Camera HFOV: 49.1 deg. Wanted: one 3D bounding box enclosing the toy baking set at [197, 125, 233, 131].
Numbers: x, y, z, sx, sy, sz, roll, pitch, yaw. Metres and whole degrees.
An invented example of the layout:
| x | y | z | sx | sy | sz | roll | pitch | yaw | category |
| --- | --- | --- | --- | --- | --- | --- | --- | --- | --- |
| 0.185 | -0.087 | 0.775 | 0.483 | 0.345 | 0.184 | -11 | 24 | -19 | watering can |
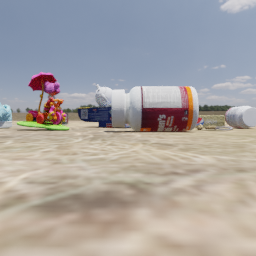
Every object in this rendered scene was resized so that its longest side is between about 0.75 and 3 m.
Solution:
| x | y | z | sx | sy | sz | roll | pitch | yaw | category |
| --- | --- | --- | --- | --- | --- | --- | --- | --- | --- |
| 2.752 | -0.014 | 8.937 | 1.117 | 0.169 | 1.455 | 1 | 2 | 23 | toy baking set |

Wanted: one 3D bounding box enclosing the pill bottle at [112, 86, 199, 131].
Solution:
| x | y | z | sx | sy | sz | roll | pitch | yaw | category |
| --- | --- | --- | --- | --- | --- | --- | --- | --- | --- |
| 0.711 | -0.545 | 7.956 | 2.323 | 1.273 | 1.273 | -1 | 2 | -1 | pill bottle |

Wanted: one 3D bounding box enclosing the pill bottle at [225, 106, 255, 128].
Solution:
| x | y | z | sx | sy | sz | roll | pitch | yaw | category |
| --- | --- | --- | --- | --- | --- | --- | --- | --- | --- |
| 4.379 | -0.406 | 10.694 | 0.843 | 0.843 | 1.486 | 0 | 2 | -2 | pill bottle |

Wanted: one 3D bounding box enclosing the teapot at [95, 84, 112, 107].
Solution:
| x | y | z | sx | sy | sz | roll | pitch | yaw | category |
| --- | --- | --- | --- | --- | --- | --- | --- | --- | --- |
| -1.043 | -1.397 | 11.809 | 0.940 | 0.927 | 0.686 | -1 | -39 | 36 | teapot |

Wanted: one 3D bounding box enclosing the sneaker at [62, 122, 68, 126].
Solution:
| x | y | z | sx | sy | sz | roll | pitch | yaw | category |
| --- | --- | --- | --- | --- | --- | --- | --- | --- | --- |
| -3.770 | -0.450 | 15.236 | 0.446 | 0.634 | 1.193 | 1 | 2 | 36 | sneaker |

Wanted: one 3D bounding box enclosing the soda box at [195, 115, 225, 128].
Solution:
| x | y | z | sx | sy | sz | roll | pitch | yaw | category |
| --- | --- | --- | --- | --- | --- | --- | --- | --- | --- |
| 3.224 | -0.267 | 11.617 | 1.479 | 0.501 | 0.473 | 0 | 2 | 13 | soda box |

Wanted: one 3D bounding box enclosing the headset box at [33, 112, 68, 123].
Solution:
| x | y | z | sx | sy | sz | roll | pitch | yaw | category |
| --- | --- | --- | --- | --- | --- | --- | --- | --- | --- |
| -4.674 | -0.568 | 16.927 | 1.469 | 0.762 | 1.974 | 2 | 2 | 43 | headset box |

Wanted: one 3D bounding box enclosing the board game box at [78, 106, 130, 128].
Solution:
| x | y | z | sx | sy | sz | roll | pitch | yaw | category |
| --- | --- | --- | --- | --- | --- | --- | --- | --- | --- |
| -0.228 | -0.500 | 12.598 | 2.893 | 0.892 | 2.891 | 2 | 2 | 42 | board game box |

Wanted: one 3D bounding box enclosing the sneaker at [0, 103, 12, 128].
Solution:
| x | y | z | sx | sy | sz | roll | pitch | yaw | category |
| --- | --- | --- | --- | --- | --- | --- | --- | --- | --- |
| -5.113 | -0.521 | 10.185 | 0.995 | 1.103 | 2.691 | -1 | 2 | 0 | sneaker |

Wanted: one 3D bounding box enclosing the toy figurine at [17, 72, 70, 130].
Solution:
| x | y | z | sx | sy | sz | roll | pitch | yaw | category |
| --- | --- | --- | --- | --- | --- | --- | --- | --- | --- |
| -2.623 | -0.900 | 9.023 | 1.908 | 1.756 | 1.433 | 9 | 6 | 33 | toy figurine |

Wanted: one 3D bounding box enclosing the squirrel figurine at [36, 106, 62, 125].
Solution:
| x | y | z | sx | sy | sz | roll | pitch | yaw | category |
| --- | --- | --- | --- | --- | --- | --- | --- | --- | --- |
| -3.373 | -0.578 | 11.988 | 1.033 | 1.107 | 0.784 | 10 | 2 | -30 | squirrel figurine |
